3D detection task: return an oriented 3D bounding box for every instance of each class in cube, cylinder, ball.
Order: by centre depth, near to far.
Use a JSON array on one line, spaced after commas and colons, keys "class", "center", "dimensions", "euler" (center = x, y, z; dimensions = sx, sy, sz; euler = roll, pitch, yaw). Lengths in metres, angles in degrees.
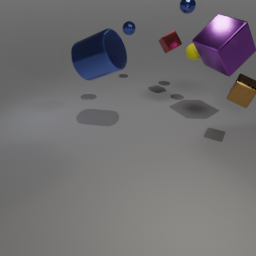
[{"class": "cube", "center": [3.696, -1.196, 8.984], "dimensions": [0.700, 0.700, 0.700], "euler": [29, 42, 12]}, {"class": "cylinder", "center": [-0.972, -2.472, 9.571], "dimensions": [1.400, 1.400, 1.400], "euler": [-12, 20, 31]}, {"class": "cube", "center": [3.495, -3.007, 10.192], "dimensions": [1.400, 1.400, 1.400], "euler": [-45, 42, 1]}, {"class": "ball", "center": [2.852, -3.292, 12.081], "dimensions": [0.700, 0.700, 0.700], "euler": [0, 29, 0]}, {"class": "ball", "center": [2.623, -5.397, 12.313], "dimensions": [0.700, 0.700, 0.700], "euler": [0, 29, 0]}, {"class": "cube", "center": [1.936, -3.946, 12.886], "dimensions": [0.700, 0.700, 0.700], "euler": [-30, 7, -5]}, {"class": "ball", "center": [0.057, -5.225, 14.677], "dimensions": [0.700, 0.700, 0.700], "euler": [0, 29, 0]}]
